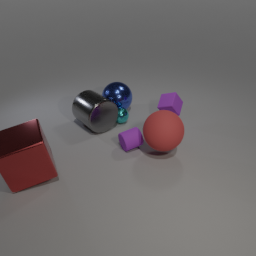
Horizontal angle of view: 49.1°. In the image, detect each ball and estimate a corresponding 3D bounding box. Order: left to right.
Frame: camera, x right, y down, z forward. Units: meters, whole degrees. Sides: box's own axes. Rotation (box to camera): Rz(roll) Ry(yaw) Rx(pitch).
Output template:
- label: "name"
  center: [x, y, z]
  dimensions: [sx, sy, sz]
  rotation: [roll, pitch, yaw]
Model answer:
- label: "ball"
  center: [-0.497, -1.392, 12.705]
  dimensions: [1.400, 1.400, 1.400]
  rotation: [0, 29, 0]
- label: "ball"
  center: [-0.313, -0.548, 11.965]
  dimensions: [0.700, 0.700, 0.700]
  rotation: [0, 29, 0]
- label: "ball"
  center: [1.204, 0.091, 9.511]
  dimensions: [1.400, 1.400, 1.400]
  rotation: [0, 29, 0]

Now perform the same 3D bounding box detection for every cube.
- label: "cube"
  center: [-3.106, 0.812, 8.481]
  dimensions: [1.400, 1.400, 1.400]
  rotation: [-20, 37, -12]
- label: "cube"
  center: [1.726, -0.948, 11.409]
  dimensions: [0.700, 0.700, 0.700]
  rotation: [-3, 56, 39]

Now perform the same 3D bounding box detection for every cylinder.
- label: "cylinder"
  center: [-1.354, -0.693, 11.454]
  dimensions: [1.400, 1.400, 1.400]
  rotation: [-21, 35, -32]
- label: "cylinder"
  center: [0.101, 0.400, 10.150]
  dimensions: [0.700, 0.700, 0.700]
  rotation: [-21, 35, -18]
